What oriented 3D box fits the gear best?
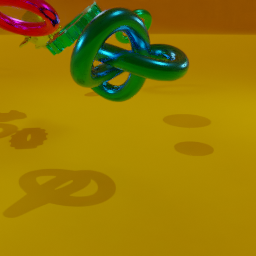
[{"bbox_3d":[-1.159,-2.134,6.041,1.415,0.262,1.415,-31,28,19],"label":"gear"}]

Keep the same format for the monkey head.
[{"bbox_3d":[-2.513,-2.707,7.737,1.018,1.690,1.216,25,-26,-39],"label":"monkey head"}]

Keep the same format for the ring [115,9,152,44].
[{"bbox_3d":[0.210,-3.842,10.670,1.590,1.590,0.318,-16,68,-37],"label":"ring"}]

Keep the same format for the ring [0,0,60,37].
[{"bbox_3d":[-2.386,-2.517,6.240,1.695,0.339,1.695,5,-7,1],"label":"ring"}]

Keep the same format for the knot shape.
[{"bbox_3d":[-0.162,-0.921,4.132,1.791,0.828,1.676,2,-11,-36],"label":"knot shape"}]
